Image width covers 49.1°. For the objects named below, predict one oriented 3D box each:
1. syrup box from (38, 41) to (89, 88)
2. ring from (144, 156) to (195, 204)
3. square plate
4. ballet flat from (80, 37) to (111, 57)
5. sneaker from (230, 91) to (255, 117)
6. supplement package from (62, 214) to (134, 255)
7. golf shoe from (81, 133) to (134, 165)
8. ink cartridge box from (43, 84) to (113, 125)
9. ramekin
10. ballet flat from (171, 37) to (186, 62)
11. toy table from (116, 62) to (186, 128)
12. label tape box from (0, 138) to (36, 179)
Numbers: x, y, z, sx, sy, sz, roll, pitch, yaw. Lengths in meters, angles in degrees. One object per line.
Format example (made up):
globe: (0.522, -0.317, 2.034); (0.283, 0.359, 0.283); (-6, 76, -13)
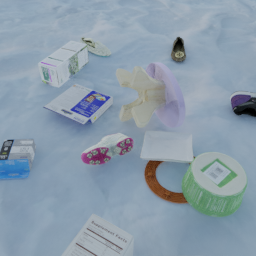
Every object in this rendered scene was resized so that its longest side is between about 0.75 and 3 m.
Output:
syrup box: (-2.914, -3.018, 12.992); (1.027, 0.993, 2.522); (19, 46, 20)
ring: (1.532, 1.424, 8.721); (2.051, 0.197, 2.051); (0, 43, 0)
square plate: (1.317, 0.634, 9.358); (1.654, 0.235, 1.639); (4, 31, 8)
ballet flat: (-1.780, -4.308, 14.686); (2.006, 0.720, 0.720); (25, 48, 24)
sneaker: (5.188, -0.801, 10.837); (2.300, 0.871, 1.007); (0, 53, 10)
supplement package: (-0.828, 3.151, 6.091); (1.160, 1.156, 1.978); (21, 46, 22)
golf shoe: (-0.749, 0.664, 9.300); (1.845, 0.695, 0.844); (-17, 33, -25)
ink cartridge box: (-1.930, -0.887, 11.091); (1.969, 0.468, 1.992); (23, 49, 22)
ramekin: (2.492, 1.530, 8.028); (1.778, 0.868, 1.778); (1, 44, -1)
ballet flat: (2.658, -4.153, 14.592); (0.773, 0.532, 2.295); (6, 43, 7)
toy table: (0.697, -1.166, 9.961); (1.618, 2.540, 2.763); (-9, 45, -21)
label tape box: (-3.611, 0.966, 9.033); (0.984, 0.454, 1.374); (-2, 41, -2)
